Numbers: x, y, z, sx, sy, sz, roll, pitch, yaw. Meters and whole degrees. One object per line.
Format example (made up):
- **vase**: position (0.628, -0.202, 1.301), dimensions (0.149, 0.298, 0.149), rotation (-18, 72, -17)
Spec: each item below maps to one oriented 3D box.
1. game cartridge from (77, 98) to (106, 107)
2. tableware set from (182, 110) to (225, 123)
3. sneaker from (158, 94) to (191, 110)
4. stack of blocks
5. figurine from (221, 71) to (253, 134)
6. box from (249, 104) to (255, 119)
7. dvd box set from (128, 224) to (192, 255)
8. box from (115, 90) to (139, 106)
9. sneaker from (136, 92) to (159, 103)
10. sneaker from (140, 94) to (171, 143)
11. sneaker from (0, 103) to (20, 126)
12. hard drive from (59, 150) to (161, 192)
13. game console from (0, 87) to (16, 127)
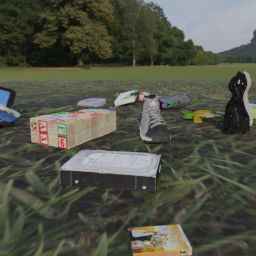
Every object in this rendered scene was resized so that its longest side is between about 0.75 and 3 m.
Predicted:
- **game cartridge**: position (-2.117, -1.559, 17.228), dimensions (1.243, 0.382, 1.867), rotation (1, 13, 20)
- **tableware set**: position (3.979, -0.547, 12.855), dimensions (2.771, 0.425, 1.867), rotation (-8, 12, -27)
- **sneaker**: position (2.327, -1.299, 15.499), dimensions (2.285, 0.850, 1.000), rotation (-5, 24, 21)
- **stack of blocks**: position (-1.805, -0.099, 9.835), dimensions (1.582, 0.805, 2.747), rotation (8, 15, 30)
- **figurine**: position (4.382, -1.087, 10.928), dimensions (0.992, 2.248, 2.304), rotation (7, 14, 28)
- **box**: position (6.201, -0.766, 13.381), dimensions (1.374, 0.537, 2.253), rotation (-12, 17, -38)
- **dvd box set**: position (0.428, 1.611, 3.993), dimensions (0.811, 0.119, 0.593), rotation (-2, 14, -6)
- **box**: position (-0.052, -1.904, 17.466), dimensions (1.244, 0.313, 1.724), rotation (-12, 22, 17)
- **sneaker**: position (0.988, -1.836, 17.591), dimensions (1.990, 0.709, 1.119), rotation (13, 15, 38)
- **sneaker**: position (0.836, -0.404, 9.707), dimensions (0.951, 1.464, 2.536), rotation (-2, 13, -9)
- **sneaker**: position (-4.808, -0.468, 10.786), dimensions (0.493, 0.715, 1.285), rotation (34, -3, 23)
- **hard drive**: position (-0.325, 0.912, 6.440), dimensions (2.091, 0.396, 1.461), rotation (2, 13, 12)
- **game console**: position (-5.892, -1.007, 11.297), dimensions (2.089, 1.240, 1.801), rotation (14, 18, -8)
